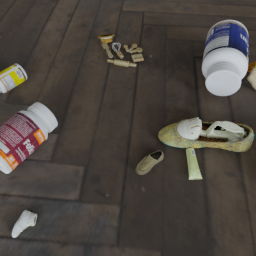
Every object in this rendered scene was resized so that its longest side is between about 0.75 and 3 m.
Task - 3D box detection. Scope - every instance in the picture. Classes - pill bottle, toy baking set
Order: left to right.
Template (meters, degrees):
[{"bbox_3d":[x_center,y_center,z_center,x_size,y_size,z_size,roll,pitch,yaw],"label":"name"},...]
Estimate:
[{"bbox_3d":[-4.566,-1.821,10.599,0.725,0.725,1.327,35,60,24],"label":"pill bottle"},{"bbox_3d":[-3.311,0.247,8.676,1.230,1.230,2.154,30,59,21],"label":"pill bottle"},{"bbox_3d":[-0.257,-3.157,11.985,1.953,0.227,1.499,8,50,6],"label":"toy baking set"},{"bbox_3d":[3.705,-2.648,10.669,1.626,1.626,2.928,12,54,9],"label":"pill bottle"}]

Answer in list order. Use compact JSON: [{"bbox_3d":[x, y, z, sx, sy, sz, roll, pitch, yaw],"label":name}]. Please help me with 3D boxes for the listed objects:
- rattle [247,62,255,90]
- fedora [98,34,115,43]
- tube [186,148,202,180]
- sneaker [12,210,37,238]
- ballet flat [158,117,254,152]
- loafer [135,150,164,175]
[{"bbox_3d":[5.557,-1.756,10.829,1.960,1.400,1.276,29,89,2],"label":"rattle"},{"bbox_3d":[-0.951,-3.963,12.441,0.794,0.324,0.794,-6,26,3],"label":"fedora"},{"bbox_3d":[1.992,1.116,8.645,0.267,0.299,1.030,28,44,-36],"label":"tube"},{"bbox_3d":[-2.731,2.587,7.466,0.435,0.277,0.753,12,52,13],"label":"sneaker"},{"bbox_3d":[2.484,0.129,8.930,2.976,1.052,1.052,7,52,5],"label":"ballet flat"},{"bbox_3d":[0.664,1.013,8.625,1.090,0.368,0.414,-37,61,-25],"label":"loafer"}]
